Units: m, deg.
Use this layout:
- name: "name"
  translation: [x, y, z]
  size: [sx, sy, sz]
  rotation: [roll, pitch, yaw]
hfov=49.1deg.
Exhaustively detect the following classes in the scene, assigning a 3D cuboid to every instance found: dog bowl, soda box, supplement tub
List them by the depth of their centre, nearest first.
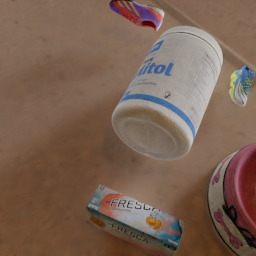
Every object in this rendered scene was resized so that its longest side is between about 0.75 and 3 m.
- name: "soda box"
  translation: [0.112, 1.875, 5.609]
  size: [1.904, 0.651, 0.605]
  rotation: [20, 43, 10]
- name: "dog bowl"
  translation: [3.087, 1.445, 5.679]
  size: [2.728, 1.006, 2.728]
  rotation: [0, 60, 0]
- name: "supplement tub"
  translation: [0.958, -0.804, 6.406]
  size: [1.796, 1.796, 2.722]
  rotation: [21, 60, 11]

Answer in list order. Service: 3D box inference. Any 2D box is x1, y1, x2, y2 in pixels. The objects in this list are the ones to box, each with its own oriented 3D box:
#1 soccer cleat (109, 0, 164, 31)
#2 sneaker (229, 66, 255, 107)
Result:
- name: "soccer cleat"
  translation: [0.196, -3.217, 7.944]
  size: [1.600, 0.546, 0.586]
  rotation: [16, 82, 3]
- name: "sneaker"
  translation: [2.887, -1.120, 7.045]
  size: [0.446, 0.619, 1.178]
  rotation: [17, 52, -12]
